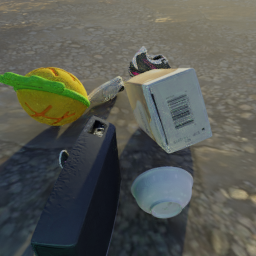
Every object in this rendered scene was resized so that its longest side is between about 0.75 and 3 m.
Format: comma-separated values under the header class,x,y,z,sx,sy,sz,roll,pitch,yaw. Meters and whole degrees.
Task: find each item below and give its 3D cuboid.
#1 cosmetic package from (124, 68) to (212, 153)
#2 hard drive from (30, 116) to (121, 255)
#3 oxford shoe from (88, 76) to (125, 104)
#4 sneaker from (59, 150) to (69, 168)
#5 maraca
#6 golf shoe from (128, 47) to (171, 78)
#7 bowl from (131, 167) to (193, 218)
class,x,y,z,sx,sy,sz,roll,pitch,yaw
cosmetic package,0.767,-0.573,6.661,1.014,1.501,2.853,-21,12,-5
hard drive,-0.618,1.220,4.701,0.592,1.886,2.796,2,33,9
oxford shoe,-0.734,-1.142,9.257,1.838,0.691,0.531,-37,89,-38
sneaker,-1.230,0.873,6.066,0.402,0.811,0.287,-2,12,45
maraca,-2.098,-0.894,7.407,1.981,1.546,2.890,5,-8,10
golf shoe,1.197,-1.810,9.310,2.369,1.044,0.915,16,23,-22
bowl,0.682,1.312,5.275,1.219,1.219,0.548,-3,45,-4
